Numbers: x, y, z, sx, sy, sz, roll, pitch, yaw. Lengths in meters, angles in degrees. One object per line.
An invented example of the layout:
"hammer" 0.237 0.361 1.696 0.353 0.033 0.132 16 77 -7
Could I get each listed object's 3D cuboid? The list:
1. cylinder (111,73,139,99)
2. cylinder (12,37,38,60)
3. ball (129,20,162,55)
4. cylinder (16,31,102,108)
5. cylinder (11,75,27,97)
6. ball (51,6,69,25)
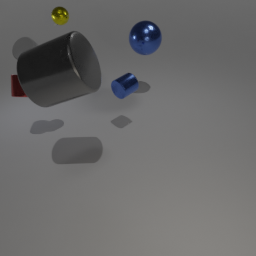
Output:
"cylinder" -0.110 -1.462 9.705 0.700 0.700 0.700 28 50 36
"cylinder" -2.798 -2.123 8.013 0.700 0.700 0.700 11 -8 16
"ball" 0.729 -3.790 11.820 1.400 1.400 1.400 0 33 0
"cylinder" -1.540 -1.315 6.461 1.400 1.400 1.400 -15 29 20
"cylinder" -3.430 -1.367 9.116 0.700 0.700 0.700 2 8 0
"ball" -2.704 -4.475 11.184 0.700 0.700 0.700 0 33 0
